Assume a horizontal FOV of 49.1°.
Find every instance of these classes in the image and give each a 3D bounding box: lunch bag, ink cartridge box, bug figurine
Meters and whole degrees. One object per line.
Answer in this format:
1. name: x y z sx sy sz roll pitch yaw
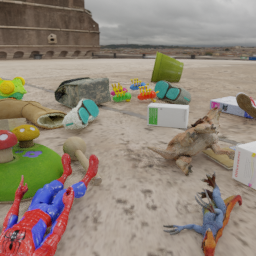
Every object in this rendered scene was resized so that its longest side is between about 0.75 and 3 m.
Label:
1. lunch bag: -2.100 -1.622 12.614 1.753 1.256 2.137 -19 19 -42
2. ink cartridge box: 2.714 0.767 5.613 0.734 0.753 1.172 -9 20 -28
3. ink cartridge box: 4.684 -0.842 11.329 1.396 0.491 2.339 -13 19 -33
4. bug figurine: 0.233 -1.819 14.085 2.216 0.735 2.858 -9 22 -7

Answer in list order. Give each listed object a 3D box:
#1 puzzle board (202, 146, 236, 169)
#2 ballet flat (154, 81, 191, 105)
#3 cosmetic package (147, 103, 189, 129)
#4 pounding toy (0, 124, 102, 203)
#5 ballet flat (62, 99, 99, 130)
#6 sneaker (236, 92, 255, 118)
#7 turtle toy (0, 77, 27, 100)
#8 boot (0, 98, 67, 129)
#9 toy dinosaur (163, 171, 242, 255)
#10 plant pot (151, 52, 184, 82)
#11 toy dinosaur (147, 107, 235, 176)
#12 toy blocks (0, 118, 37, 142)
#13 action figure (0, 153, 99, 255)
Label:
1. puzzle board: 2.723 0.705 6.925 1.417 0.123 1.068 -5 17 -18
2. ballet flat: 2.128 -1.613 13.528 0.899 0.951 2.823 23 9 -22
3. cosmetic package: 1.372 -0.433 9.588 1.345 0.724 0.571 4 17 18
4. pounding toy: -2.000 0.478 5.824 2.555 1.185 1.972 -7 19 -20
5. ballet flat: -1.647 -0.462 9.558 0.870 0.870 2.426 2 12 6
6. sneaker: 4.133 -0.942 9.883 1.304 0.465 0.734 37 29 -28
7. turtle toy: -5.515 -1.394 11.686 2.585 1.307 1.884 -1 17 -1
8. boot: -3.519 -0.500 9.743 2.069 0.781 2.362 -13 22 -36
9. toy dinosaur: 1.329 1.315 4.132 1.499 0.787 1.361 10 36 -6
10. plant pot: 2.821 -4.148 19.912 2.043 2.121 2.121 13 18 3
11. toy dinosaur: 1.522 0.342 6.811 2.381 1.022 1.614 -19 12 -12
12. toy blocks: -3.531 0.107 7.487 2.266 1.132 1.549 -5 3 7
13. action figure: -1.248 1.199 4.247 0.934 0.738 2.855 5 25 10
